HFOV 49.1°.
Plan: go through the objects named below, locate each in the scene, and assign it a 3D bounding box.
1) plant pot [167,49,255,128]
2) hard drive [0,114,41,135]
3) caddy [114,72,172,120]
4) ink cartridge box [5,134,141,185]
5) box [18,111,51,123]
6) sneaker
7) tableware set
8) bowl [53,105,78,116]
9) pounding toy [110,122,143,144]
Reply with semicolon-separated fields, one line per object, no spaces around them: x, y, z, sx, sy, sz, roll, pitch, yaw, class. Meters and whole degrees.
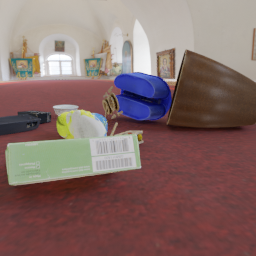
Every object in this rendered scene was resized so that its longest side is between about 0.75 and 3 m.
3.190;-1.146;10.156;2.986;2.791;2.791;13;14;6;plant pot
-4.309;-0.115;9.792;2.108;0.446;1.422;-11;16;-40;hard drive
0.544;-1.327;11.579;2.595;1.835;1.362;23;20;34;caddy
-1.266;0.691;5.745;2.129;0.701;2.925;-4;-10;-21;ink cartridge box
-3.772;-0.448;11.295;1.086;0.428;0.767;6;8;27;box
-1.043;-0.101;8.347;1.463;1.055;2.785;-8;14;-33;sneaker
-0.766;-0.918;11.296;0.340;1.123;1.699;-22;0;-19;tableware set
-2.737;-0.708;12.345;1.094;0.492;1.094;2;14;0;bowl
-0.004;0.199;7.767;0.706;0.708;1.234;4;13;37;pounding toy
